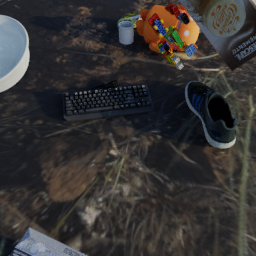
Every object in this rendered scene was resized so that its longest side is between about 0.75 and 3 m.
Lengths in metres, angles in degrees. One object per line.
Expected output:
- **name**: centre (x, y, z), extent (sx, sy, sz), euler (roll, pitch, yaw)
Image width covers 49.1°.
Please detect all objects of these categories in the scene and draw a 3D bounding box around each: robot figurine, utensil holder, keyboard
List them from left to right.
- **keyboard**: centre (-0.714, -1.045, 9.363), extent (2.867, 0.368, 1.722), euler (-7, 46, -8)
- **utensil holder**: centre (-0.073, -4.082, 12.010), extent (0.656, 0.772, 0.656), euler (0, 45, 0)
- **robot figurine**: centre (1.715, -4.092, 11.456), extent (2.725, 1.589, 1.960), euler (20, 43, 18)

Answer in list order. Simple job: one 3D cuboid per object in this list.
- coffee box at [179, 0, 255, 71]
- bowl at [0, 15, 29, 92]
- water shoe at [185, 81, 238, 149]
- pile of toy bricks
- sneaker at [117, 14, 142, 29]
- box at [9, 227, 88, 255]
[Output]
- **coffee box**: centre (2.034, -2.258, 5.517), extent (1.889, 1.080, 0.753), euler (51, 48, -4)
- **bowl**: centre (-2.231, -1.085, 4.609), extent (1.460, 0.656, 1.460), euler (-2, 65, 4)
- **water shoe**: centre (2.585, -0.742, 8.497), extent (1.040, 1.148, 2.908), euler (-8, 46, -8)
- **pile of toy bricks**: centre (0.687, -1.602, 4.757), extent (0.640, 1.154, 0.570), euler (-45, 45, 3)
- **sneaker**: centre (0.390, -5.047, 12.992), extent (1.898, 0.707, 0.803), euler (-8, 46, -8)
- **box**: centre (-1.121, 2.869, 4.861), extent (2.022, 1.336, 1.160), euler (17, 48, 16)
